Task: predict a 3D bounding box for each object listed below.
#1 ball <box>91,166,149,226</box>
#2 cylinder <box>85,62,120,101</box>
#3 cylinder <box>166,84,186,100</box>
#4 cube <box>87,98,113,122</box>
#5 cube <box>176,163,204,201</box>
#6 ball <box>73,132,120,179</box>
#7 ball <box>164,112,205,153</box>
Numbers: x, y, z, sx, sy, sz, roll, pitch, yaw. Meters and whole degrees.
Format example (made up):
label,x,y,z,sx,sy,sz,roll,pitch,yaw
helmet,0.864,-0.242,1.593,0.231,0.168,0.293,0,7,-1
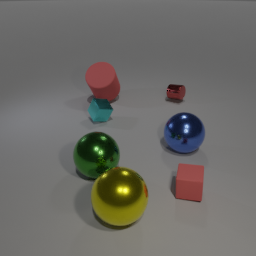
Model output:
label,x,y,z,sx,sy,sz,roll,pitch,yaw
ball,-0.200,1.639,6.799,1.400,1.400,1.400,0,28,0
cylinder,-1.159,-2.162,13.242,1.400,1.400,1.400,-3,69,8
cylinder,2.338,-1.758,13.607,0.700,0.700,0.700,12,30,35
cube,-1.156,-0.752,11.672,0.700,0.700,0.700,-1,45,-38
cube,1.703,1.479,7.697,0.700,0.700,0.700,4,31,15
ball,-0.937,0.806,8.401,1.400,1.400,1.400,0,28,0
ball,1.928,0.158,9.605,1.400,1.400,1.400,0,28,0
